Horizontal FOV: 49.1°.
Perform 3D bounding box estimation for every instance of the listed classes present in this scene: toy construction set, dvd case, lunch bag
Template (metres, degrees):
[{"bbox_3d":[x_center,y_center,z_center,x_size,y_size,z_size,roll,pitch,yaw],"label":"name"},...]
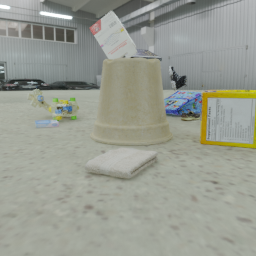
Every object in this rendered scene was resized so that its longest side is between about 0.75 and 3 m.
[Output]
[{"bbox_3d":[-3.652,-1.050,14.027,2.958,1.363,1.939,21,21,34],"label":"toy construction set"},{"bbox_3d":[0.461,-3.696,13.990,1.797,0.193,2.416,-1,25,-14],"label":"dvd case"},{"bbox_3d":[2.767,-1.194,15.756,2.596,1.221,1.954,-22,22,-33],"label":"lunch bag"}]

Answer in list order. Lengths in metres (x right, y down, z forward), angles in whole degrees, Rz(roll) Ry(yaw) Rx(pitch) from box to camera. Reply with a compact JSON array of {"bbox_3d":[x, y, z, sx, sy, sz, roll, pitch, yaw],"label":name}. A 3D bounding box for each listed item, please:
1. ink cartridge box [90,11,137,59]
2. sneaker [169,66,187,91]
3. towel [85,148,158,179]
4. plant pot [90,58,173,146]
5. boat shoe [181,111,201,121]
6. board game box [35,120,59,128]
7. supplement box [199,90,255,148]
[{"bbox_3d":[-0.507,-3.516,11.402,1.175,2.017,0.681,-32,-7,14],"label":"ink cartridge box"},{"bbox_3d":[1.947,-1.977,10.844,0.620,1.089,0.411,-12,-25,11],"label":"sneaker"},{"bbox_3d":[-0.075,0.743,6.393,1.098,0.286,1.658,4,11,26],"label":"towel"},{"bbox_3d":[0.131,-0.999,9.539,2.869,2.627,2.869,0,10,0],"label":"plant pot"},{"bbox_3d":[3.096,-0.612,13.625,1.353,0.438,0.495,-10,14,-43],"label":"boat shoe"},{"bbox_3d":[-3.462,-0.191,11.929,0.910,0.197,0.905,-4,12,-21],"label":"board game box"},{"bbox_3d":[3.846,-0.339,8.642,2.981,1.622,1.633,4,11,22],"label":"supplement box"}]
